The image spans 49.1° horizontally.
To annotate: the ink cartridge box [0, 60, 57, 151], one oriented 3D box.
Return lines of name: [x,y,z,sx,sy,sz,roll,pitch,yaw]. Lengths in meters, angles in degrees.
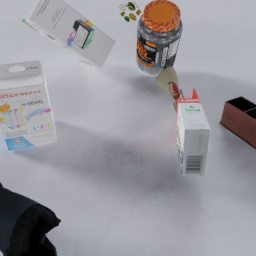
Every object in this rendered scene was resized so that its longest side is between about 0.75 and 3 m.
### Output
ink cartridge box: [-2.721,-0.664,7.330,1.299,2.021,1.266,-11,37,-13]

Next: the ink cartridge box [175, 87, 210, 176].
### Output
ink cartridge box: [1.494,-0.023,6.920,0.577,1.249,2.293,-1,31,4]

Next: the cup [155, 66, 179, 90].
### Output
cup: [1.454,-1.682,9.931,0.831,0.831,0.595,-25,71,-31]

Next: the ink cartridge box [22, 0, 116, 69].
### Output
ink cartridge box: [-2.189,-3.559,10.348,2.914,1.224,2.110,31,2,-32]

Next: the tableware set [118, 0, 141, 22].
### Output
tableware set: [0.064,-3.699,9.006,0.154,0.675,1.002,-52,33,-14]

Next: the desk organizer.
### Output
desk organizer: [3.483,-0.030,7.555,0.724,0.777,2.018,-18,40,-23]

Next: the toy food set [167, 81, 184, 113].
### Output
toy food set: [1.377,-0.882,8.162,0.273,1.103,1.735,-18,-9,20]

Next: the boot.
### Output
boot: [-2.143,0.923,4.515,2.241,2.667,1.019,13,30,34]

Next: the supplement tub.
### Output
supplement tub: [1.093,-3.194,10.165,1.560,2.547,1.560,0,65,0]
